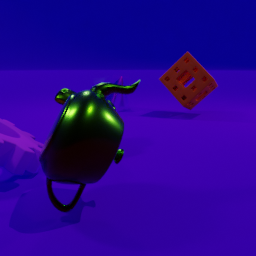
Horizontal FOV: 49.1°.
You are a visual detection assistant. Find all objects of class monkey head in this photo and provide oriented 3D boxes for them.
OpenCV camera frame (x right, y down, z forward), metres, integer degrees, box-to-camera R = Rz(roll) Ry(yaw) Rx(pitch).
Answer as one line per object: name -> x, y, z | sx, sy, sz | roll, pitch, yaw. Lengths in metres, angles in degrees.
monkey head -> -0.888, -0.125, 5.464 | 1.269, 1.063, 1.764 | 27, 34, -3

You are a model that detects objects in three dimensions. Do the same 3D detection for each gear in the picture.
gear -> -2.315, 0.061, 4.461 | 2.069, 0.383, 2.069 | 29, -2, 1

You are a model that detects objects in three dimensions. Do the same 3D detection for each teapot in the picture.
teapot -> -0.453, 0.113, 3.384 | 0.914, 1.866, 1.160 | 26, -7, -15

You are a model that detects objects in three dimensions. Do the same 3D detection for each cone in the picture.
cone -> -0.389, -1.460, 10.737 | 1.215, 1.220, 1.215 | 12, 36, -9

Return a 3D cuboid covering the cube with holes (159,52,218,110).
cube with holes -> 2.132, -1.580, 9.762 | 1.299, 1.299, 1.299 | 52, 17, 16
